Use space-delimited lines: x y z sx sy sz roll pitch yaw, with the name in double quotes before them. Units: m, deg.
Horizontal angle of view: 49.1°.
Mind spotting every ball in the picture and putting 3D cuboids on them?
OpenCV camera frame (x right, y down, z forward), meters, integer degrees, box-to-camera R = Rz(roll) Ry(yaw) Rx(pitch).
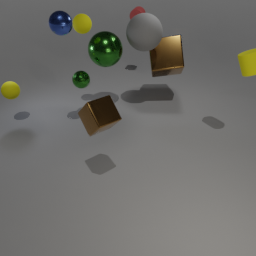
"ball" -1.687 -3.839 10.320 0.700 0.700 0.700 0 32 0
"ball" -1.999 -3.113 8.324 0.700 0.700 0.700 0 32 0
"ball" -0.907 -3.151 11.240 1.400 1.400 1.400 0 32 0
"ball" -4.590 -1.466 10.950 0.700 0.700 0.700 0 32 0
"ball" -1.843 -1.905 11.026 0.700 0.700 0.700 0 32 0
"ball" 0.630 -3.666 10.755 1.400 1.400 1.400 0 32 0

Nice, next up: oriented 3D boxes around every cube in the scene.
"cube" -0.718 -0.305 7.055 0.700 0.700 0.700 -23 83 -34
"cube" 1.689 -3.164 12.531 1.400 1.400 1.400 -6 -1 6

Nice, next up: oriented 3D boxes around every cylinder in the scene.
"cylinder" 3.924 -2.086 8.910 0.700 0.700 0.700 -19 17 6
"cylinder" 0.503 -5.864 14.507 0.700 0.700 0.700 8 36 13
